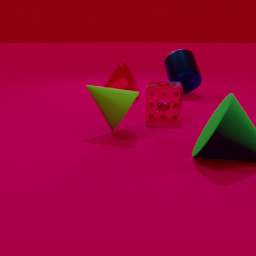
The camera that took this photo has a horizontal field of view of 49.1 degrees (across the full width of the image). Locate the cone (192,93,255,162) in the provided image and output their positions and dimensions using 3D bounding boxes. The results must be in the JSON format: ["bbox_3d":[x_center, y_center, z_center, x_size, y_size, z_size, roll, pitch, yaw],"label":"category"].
[{"bbox_3d":[2.300,0.313,5.551,1.471,1.466,1.466,31,25,7],"label":"cone"}]

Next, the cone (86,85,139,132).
[{"bbox_3d":[-0.543,-0.722,6.927,1.183,1.178,1.178,34,20,-4],"label":"cone"}]

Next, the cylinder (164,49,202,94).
[{"bbox_3d":[2.280,-2.350,11.735,1.334,1.334,1.334,-3,59,-10],"label":"cylinder"}]

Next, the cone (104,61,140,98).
[{"bbox_3d":[-0.565,-1.609,11.226,1.569,1.563,1.563,-23,13,16],"label":"cone"}]

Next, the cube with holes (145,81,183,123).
[{"bbox_3d":[1.079,-0.802,8.394,1.016,1.016,1.016,2,19,7],"label":"cube with holes"}]
